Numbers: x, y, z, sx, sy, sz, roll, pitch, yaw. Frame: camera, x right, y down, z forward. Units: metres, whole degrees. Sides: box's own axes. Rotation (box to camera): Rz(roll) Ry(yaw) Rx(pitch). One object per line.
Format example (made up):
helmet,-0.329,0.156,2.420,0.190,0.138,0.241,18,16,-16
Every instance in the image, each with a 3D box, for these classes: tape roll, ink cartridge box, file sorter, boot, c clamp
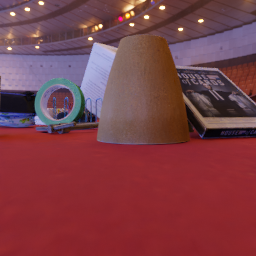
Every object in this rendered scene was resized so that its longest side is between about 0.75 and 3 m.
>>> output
tape roll,-2.364,-0.853,9.732,1.723,1.723,0.414,1,-5,12
ink cartridge box,-4.027,-0.606,14.471,1.412,0.811,1.945,1,3,23
file sorter,-1.950,-0.596,10.818,1.859,1.140,1.290,-1,2,-18
boot,-2.095,-0.464,12.865,2.062,0.754,1.552,-5,-2,42
c clamp,-1.407,-0.013,8.085,2.215,0.351,2.593,-4,1,35

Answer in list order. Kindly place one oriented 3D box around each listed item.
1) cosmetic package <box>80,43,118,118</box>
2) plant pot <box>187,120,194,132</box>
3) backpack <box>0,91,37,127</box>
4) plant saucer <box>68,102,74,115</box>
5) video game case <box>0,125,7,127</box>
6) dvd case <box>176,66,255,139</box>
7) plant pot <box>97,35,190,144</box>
cosmetic package,-0.439,-2.005,12.949,2.405,2.891,2.419,-2,31,-46
plant pot,1.115,-0.684,8.240,1.639,1.578,1.639,0,3,0
backpack,-4.273,-0.718,10.848,1.703,1.367,1.861,1,2,-9
plant saucer,-2.411,-0.556,11.640,0.158,0.859,0.860,12,-17,-18
video game case,-5.644,-0.145,11.747,1.325,0.161,1.455,1,3,24
dvd case,2.025,-0.752,6.847,2.045,0.336,2.721,-1,40,-22
plant pot,0.303,-0.724,5.478,1.807,1.938,1.807,0,2,0
